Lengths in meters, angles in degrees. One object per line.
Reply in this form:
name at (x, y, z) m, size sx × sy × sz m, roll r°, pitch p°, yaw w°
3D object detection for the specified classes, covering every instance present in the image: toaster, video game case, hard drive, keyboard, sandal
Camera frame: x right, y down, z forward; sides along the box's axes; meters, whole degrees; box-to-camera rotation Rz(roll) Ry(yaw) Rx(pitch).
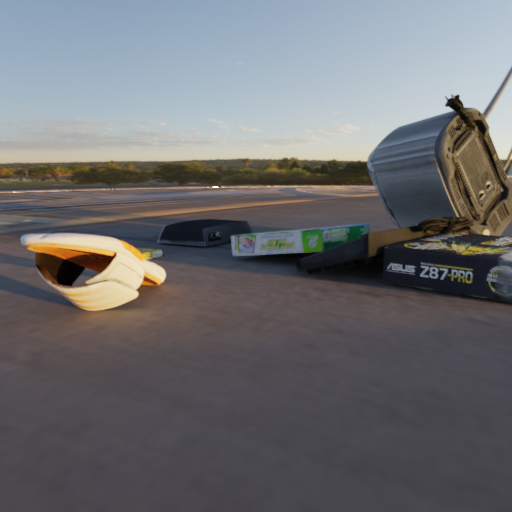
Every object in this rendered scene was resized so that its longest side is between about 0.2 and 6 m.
toaster at (3.847, -1.647, 11.896) m, size 1.890 × 3.327 × 2.149 m, roll -47°, pitch 26°, yaw -28°
video game case at (-2.547, -0.021, 10.890) m, size 1.104 × 0.141 × 0.998 m, roll 4°, pitch 10°, yaw 29°
hard drive at (-1.156, -0.576, 13.278) m, size 1.468 × 0.461 × 2.177 m, roll 5°, pitch 10°, yaw 28°
keyboard at (2.570, -0.210, 9.771) m, size 2.196 × 0.469 × 3.657 m, roll -22°, pitch -8°, yaw 42°
sandal at (-1.872, 0.327, 7.122) m, size 1.054 × 0.788 × 2.751 m, roll 2°, pitch -12°, yaw 15°

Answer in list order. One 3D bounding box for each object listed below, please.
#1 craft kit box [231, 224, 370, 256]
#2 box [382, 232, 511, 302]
craft kit box at (0.884, -0.311, 10.768) m, size 1.971 × 0.484 × 1.996 m, roll 0°, pitch 5°, yaw 36°
box at (3.468, 0.102, 8.577) m, size 2.069 × 0.630 × 2.567 m, roll 11°, pitch 14°, yaw 41°
